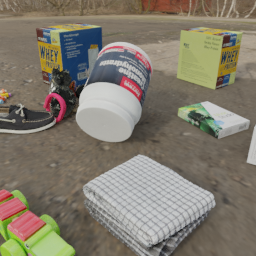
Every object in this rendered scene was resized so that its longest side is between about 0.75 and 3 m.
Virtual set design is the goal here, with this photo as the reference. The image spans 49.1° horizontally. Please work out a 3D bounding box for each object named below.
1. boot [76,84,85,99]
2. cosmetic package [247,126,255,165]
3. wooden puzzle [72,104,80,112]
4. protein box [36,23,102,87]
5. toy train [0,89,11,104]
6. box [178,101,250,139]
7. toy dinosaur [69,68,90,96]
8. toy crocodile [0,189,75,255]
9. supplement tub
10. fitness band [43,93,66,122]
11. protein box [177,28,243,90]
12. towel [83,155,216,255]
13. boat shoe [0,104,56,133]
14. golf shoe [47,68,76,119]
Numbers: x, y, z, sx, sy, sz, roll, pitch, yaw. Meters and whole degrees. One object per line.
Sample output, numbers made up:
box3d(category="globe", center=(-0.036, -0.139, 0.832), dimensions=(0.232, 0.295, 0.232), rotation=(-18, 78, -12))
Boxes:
box3d(category="boot", center=(-1.102, -1.003, 10.981), dimensions=(2.125, 0.786, 1.741), rotation=(2, 38, 0))
box3d(category="cosmetic package", center=(4.318, 0.128, 8.436), dimensions=(0.877, 1.204, 2.369), rotation=(17, 30, 29))
box3d(category="wooden puzzle", center=(-1.734, -0.827, 11.408), dimensions=(1.418, 0.166, 0.957), rotation=(14, 34, 21))
box3d(category="protein box", center=(-2.822, -3.688, 14.154), dimensions=(1.823, 2.702, 2.682), rotation=(22, 34, 36))
box3d(category="toy train", center=(-5.899, -1.480, 12.391), dimensions=(1.497, 0.416, 1.124), rotation=(14, 30, 24))
box3d(category="box", center=(3.073, -0.358, 10.248), dimensions=(1.517, 0.382, 2.103), rotation=(-15, 30, -27))
box3d(category="toy dinosaur", center=(-1.481, -1.930, 12.715), dimensions=(2.128, 1.231, 2.345), rotation=(-38, 55, -22))
box3d(category="toy crocodile", center=(-2.207, 1.815, 5.464), dimensions=(2.914, 0.900, 0.984), rotation=(22, 34, 35))
box3d(category="supplement tub", center=(-0.395, -1.194, 9.163), dimensions=(2.002, 2.002, 2.853), rotation=(7, 55, 13))
box3d(category="fitness band", center=(-2.638, -0.731, 10.121), dimensions=(0.859, 1.196, 0.224), rotation=(43, 43, 10))
box3d(category="protein box", center=(4.057, -3.613, 14.215), dimensions=(1.696, 2.514, 2.496), rotation=(-21, 34, -35))
box3d(category="towel", center=(0.405, 1.590, 5.895), dimensions=(1.874, 0.968, 2.263), rotation=(-21, 32, -38))
box3d(category="boat shoe", center=(-4.049, -0.405, 9.780), dimensions=(2.928, 0.883, 1.082), rotation=(-2, 27, -4))
box3d(category="golf shoe", center=(-2.762, -1.208, 11.446), dimensions=(1.027, 1.248, 2.642), rotation=(11, 46, -23))
